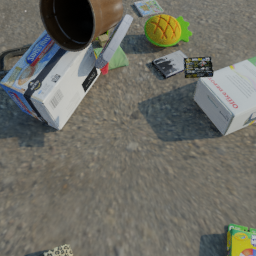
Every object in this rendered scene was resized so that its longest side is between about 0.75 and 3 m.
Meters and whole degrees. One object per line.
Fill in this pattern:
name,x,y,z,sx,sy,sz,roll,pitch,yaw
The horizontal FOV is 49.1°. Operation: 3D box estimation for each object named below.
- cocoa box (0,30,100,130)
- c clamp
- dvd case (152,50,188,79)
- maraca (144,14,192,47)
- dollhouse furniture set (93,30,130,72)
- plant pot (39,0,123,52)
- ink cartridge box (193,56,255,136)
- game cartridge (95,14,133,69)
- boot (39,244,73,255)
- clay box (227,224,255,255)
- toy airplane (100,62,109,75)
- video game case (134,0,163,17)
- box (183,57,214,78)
cocoa box,-2.691,-1.833,10.254,1.922,1.953,2.929,25,68,17
c clamp,-4.606,-2.772,12.229,2.930,0.397,2.503,-19,51,-12
dvd case,1.995,-2.813,12.314,1.553,0.192,1.167,-24,57,-17
maraca,1.856,-4.498,12.912,2.325,1.244,1.594,-9,83,-16
dollhouse furniture set,-1.215,-3.813,12.334,1.727,1.323,2.636,-21,57,-15
plant pot,-1.304,-3.752,8.951,2.091,2.091,2.070,27,41,18
ink cartridge box,4.297,-1.286,10.533,2.925,1.280,2.126,-21,56,-16
game cartridge,-0.510,-3.072,9.974,0.396,1.288,1.935,32,76,-20
boot,-2.087,4.139,6.890,2.294,0.828,1.732,-21,55,-22
clay box,3.260,3.552,7.521,1.094,0.453,1.905,11,56,7
toy airplane,-1.622,-2.633,11.666,2.278,0.419,2.278,-12,61,21
video game case,1.100,-6.459,14.993,1.182,0.143,1.298,-17,56,-11
box,2.018,-1.742,8.049,0.800,0.197,0.639,-2,58,6
